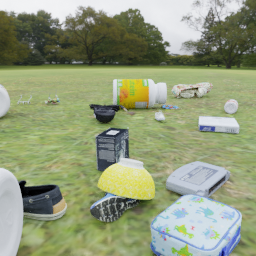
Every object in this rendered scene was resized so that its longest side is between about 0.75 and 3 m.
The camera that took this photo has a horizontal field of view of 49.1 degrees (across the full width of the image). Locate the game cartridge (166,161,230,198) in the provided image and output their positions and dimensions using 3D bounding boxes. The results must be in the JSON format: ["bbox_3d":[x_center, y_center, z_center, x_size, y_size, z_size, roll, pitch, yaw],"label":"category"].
[{"bbox_3d":[1.505,1.111,6.120,0.960,0.299,1.442,7,16,40],"label":"game cartridge"}]

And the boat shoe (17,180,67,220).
[{"bbox_3d":[-2.032,1.238,5.033,1.889,0.588,0.705,1,17,10],"label":"boat shoe"}]

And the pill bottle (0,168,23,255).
[{"bbox_3d":[-2.864,1.232,3.474,2.713,1.414,1.414,-2,15,-2],"label":"pill bottle"}]

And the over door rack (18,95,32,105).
[{"bbox_3d":[-5.775,-1.542,15.712,0.612,0.276,0.828,-2,36,-5],"label":"over door rack"}]

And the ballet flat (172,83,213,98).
[{"bbox_3d":[4.146,-2.273,17.749,2.780,1.051,0.888,-6,46,-7],"label":"ballet flat"}]

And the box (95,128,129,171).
[{"bbox_3d":[-0.371,0.529,7.042,0.557,0.883,0.898,6,16,20],"label":"box"}]

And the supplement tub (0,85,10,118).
[{"bbox_3d":[-6.112,-1.276,12.502,1.502,1.502,2.076,-7,17,-24],"label":"supplement tub"}]

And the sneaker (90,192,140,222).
[{"bbox_3d":[-0.271,1.356,5.073,0.495,0.436,1.110,-1,5,41],"label":"sneaker"}]

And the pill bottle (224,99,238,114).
[{"bbox_3d":[4.966,-1.049,13.446,0.585,0.585,1.042,6,16,22],"label":"pill bottle"}]

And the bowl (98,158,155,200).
[{"bbox_3d":[0.022,0.933,5.454,1.137,0.612,1.137,12,-1,0],"label":"bowl"}]

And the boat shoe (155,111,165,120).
[{"bbox_3d":[1.325,-0.541,11.698,0.311,0.359,0.841,-8,11,-7],"label":"boat shoe"}]

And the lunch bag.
[{"bbox_3d":[1.023,1.512,4.092,1.046,0.537,1.301,10,18,38],"label":"lunch bag"}]

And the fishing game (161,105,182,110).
[{"bbox_3d":[2.176,-1.132,14.527,0.892,0.194,1.246,-1,15,-15],"label":"fishing game"}]

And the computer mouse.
[{"bbox_3d":[-0.741,-0.604,11.988,1.595,0.523,2.271,-1,15,-17],"label":"computer mouse"}]

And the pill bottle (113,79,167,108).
[{"bbox_3d":[0.573,-1.736,14.222,2.639,1.466,1.466,-1,15,-2],"label":"pill bottle"}]

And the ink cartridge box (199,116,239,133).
[{"bbox_3d":[3.401,-0.137,10.635,1.390,0.307,1.416,4,14,14],"label":"ink cartridge box"}]

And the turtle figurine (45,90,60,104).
[{"bbox_3d":[-4.202,-1.665,15.450,0.822,0.847,0.610,-18,39,25],"label":"turtle figurine"}]
